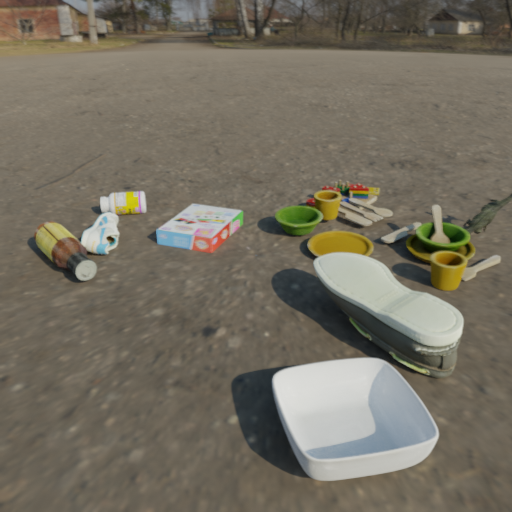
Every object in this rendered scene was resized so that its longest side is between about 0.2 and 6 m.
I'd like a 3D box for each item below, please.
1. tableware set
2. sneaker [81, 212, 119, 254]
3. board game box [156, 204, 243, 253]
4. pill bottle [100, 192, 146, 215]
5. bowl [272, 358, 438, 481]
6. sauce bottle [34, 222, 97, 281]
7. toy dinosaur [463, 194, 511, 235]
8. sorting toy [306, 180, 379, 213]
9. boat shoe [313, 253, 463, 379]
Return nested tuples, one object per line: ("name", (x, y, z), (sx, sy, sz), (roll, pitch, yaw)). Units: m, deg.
("tableware set", (2.450, -0.479, 11.169), (2.793, 0.636, 4.146), (-21, 35, -31))
("sneaker", (-3.065, -0.427, 11.432), (0.583, 0.552, 1.443), (16, 29, -1))
("board game box", (-1.169, -0.623, 11.955), (1.263, 0.333, 1.651), (10, 27, 19))
("pill bottle", (-3.075, -1.211, 12.971), (0.989, 0.516, 0.516), (-5, 26, -7))
("bowl", (1.067, 1.899, 6.434), (1.616, 0.603, 1.614), (-6, 27, -11))
("sauce bottle", (-3.575, -0.070, 10.507), (0.646, 0.646, 1.958), (-17, 32, -31))
("toy dinosaur", (4.843, -0.892, 11.684), (0.443, 1.867, 0.823), (50, 15, 17))
("sorting toy", (2.265, -1.536, 13.788), (1.131, 0.397, 2.347), (18, 31, 32))
("boat shoe", (1.839, 0.787, 8.439), (1.043, 0.873, 2.919), (-22, 31, -21))
